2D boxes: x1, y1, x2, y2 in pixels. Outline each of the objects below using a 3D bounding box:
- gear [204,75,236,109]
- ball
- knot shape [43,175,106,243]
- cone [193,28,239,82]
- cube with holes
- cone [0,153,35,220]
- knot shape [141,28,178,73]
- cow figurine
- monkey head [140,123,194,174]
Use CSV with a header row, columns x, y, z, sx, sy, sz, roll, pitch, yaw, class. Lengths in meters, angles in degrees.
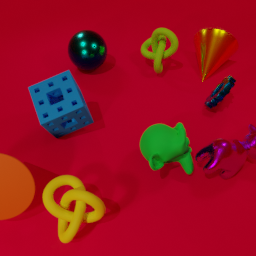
x,y,z,sx,sy,sz,roll,pitch,yaw,class
2.770,-1.079,8.449,0.206,1.115,1.115,38,52,-3,gear
-1.411,-2.711,9.806,1.382,1.382,1.382,0,46,0,ball
-1.187,1.538,5.716,1.320,0.610,1.235,-43,73,17,knot shape
2.858,-2.317,9.868,1.607,1.607,1.613,17,75,16,cone
-1.766,-0.600,7.550,1.147,1.147,1.147,-24,69,-3,cube with holes
-2.719,0.967,6.261,1.500,1.500,1.505,-6,18,-6,cone
1.056,-2.600,9.652,0.697,1.411,1.508,-1,4,-30,knot shape
2.581,0.505,6.659,1.584,1.559,0.869,18,32,-40,cow figurine
0.944,0.572,6.855,1.171,1.398,1.944,-19,16,8,monkey head
